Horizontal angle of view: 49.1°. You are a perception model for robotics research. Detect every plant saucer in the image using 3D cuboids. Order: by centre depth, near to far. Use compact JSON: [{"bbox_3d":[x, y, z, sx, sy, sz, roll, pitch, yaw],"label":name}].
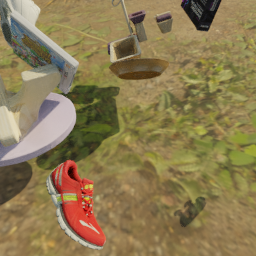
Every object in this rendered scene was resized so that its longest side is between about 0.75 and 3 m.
[{"bbox_3d":[0.300,-1.513,7.434,1.604,1.604,0.284,-4,90,-3],"label":"plant saucer"}]

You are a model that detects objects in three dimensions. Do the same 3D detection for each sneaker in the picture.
[{"bbox_3d":[-0.829,1.212,4.730,0.730,0.662,1.720,-46,55,7],"label":"sneaker"},{"bbox_3d":[-3.096,-3.489,7.836,0.921,2.364,1.175,20,37,39],"label":"sneaker"}]

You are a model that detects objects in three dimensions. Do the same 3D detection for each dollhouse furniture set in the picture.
[{"bbox_3d":[0.208,-3.113,7.811,2.290,2.051,2.890,-16,34,7],"label":"dollhouse furniture set"}]

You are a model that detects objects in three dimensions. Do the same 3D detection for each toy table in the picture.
[{"bbox_3d":[-2.641,-0.414,6.137,2.840,1.663,2.610,-31,63,-21],"label":"toy table"}]

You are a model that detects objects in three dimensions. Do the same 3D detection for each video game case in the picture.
[{"bbox_3d":[-1.869,-1.555,6.159,1.610,1.466,0.178,39,66,-5],"label":"video game case"}]

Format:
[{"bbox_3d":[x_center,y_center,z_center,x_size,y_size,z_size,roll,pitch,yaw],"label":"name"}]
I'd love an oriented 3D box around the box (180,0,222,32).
[{"bbox_3d":[2.143,-3.969,7.350,0.415,2.297,1.642,4,45,-16],"label":"box"}]
